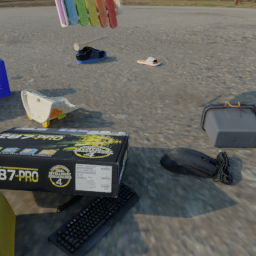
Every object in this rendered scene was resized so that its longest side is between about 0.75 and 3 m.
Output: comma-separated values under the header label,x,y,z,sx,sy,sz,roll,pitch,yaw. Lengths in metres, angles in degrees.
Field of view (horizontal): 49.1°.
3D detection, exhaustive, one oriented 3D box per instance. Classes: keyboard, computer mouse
label,x,y,z,sx,sy,sz,roll,pitch,yaw
keyboard,-0.708,1.500,5.202,1.162,0.188,1.828,19,33,31
computer mouse,1.539,0.720,6.383,1.596,0.421,1.105,6,30,11

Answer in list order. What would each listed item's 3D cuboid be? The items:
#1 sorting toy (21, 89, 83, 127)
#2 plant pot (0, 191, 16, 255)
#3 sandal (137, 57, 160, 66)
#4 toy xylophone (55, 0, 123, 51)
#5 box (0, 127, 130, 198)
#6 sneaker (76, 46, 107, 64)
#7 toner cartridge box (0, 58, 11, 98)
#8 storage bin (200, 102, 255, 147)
label,x,y,z,sx,sy,sz,roll,pitch,yaw
sorting toy,-2.231,-0.681,8.700,1.598,0.854,1.438,22,28,37
plant pot,-2.536,1.477,4.107,1.422,1.255,1.422,-9,30,-16
sandal,1.019,-3.386,14.066,1.257,0.360,0.482,16,32,27
toy xylophone,-1.055,-3.243,7.919,0.589,1.717,2.345,10,38,41
box,-1.501,0.569,5.787,2.948,0.724,2.376,3,10,5
sneaker,-1.865,-3.910,14.589,0.706,0.784,2.013,20,35,34
toner cartridge box,-5.604,-1.489,9.529,2.809,1.334,0.606,-19,33,-32
storage bin,2.757,-0.064,7.353,1.450,1.055,0.974,0,39,0
